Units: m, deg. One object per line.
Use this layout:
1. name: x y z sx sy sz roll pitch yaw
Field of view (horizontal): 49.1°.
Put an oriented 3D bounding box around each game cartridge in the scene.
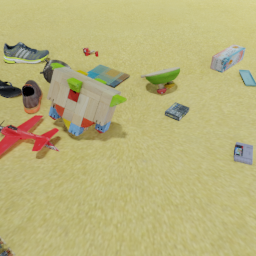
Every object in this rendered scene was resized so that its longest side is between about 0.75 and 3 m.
1. game cartridge: 3.766 0.811 9.131 0.573 0.170 0.884 16 41 13

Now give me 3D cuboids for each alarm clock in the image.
1. alarm clock: -2.802 -2.197 11.833 1.761 1.188 0.586 19 54 -18

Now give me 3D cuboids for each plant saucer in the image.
1. plant saucer: 5.615 -2.353 13.170 0.516 0.140 1.477 3 37 4

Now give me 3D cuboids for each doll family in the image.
1. doll family: -3.352 2.750 6.360 1.534 0.602 0.886 23 47 34

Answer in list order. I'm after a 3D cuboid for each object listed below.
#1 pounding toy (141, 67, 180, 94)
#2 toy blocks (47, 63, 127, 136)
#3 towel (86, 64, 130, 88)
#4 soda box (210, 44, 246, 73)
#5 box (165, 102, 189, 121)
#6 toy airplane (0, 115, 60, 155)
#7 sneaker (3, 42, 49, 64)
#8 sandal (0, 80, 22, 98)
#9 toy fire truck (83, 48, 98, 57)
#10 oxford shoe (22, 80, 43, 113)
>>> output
1. pounding toy: 1.536 -2.066 12.406 1.528 0.918 1.979 -16 13 -9
2. toy blocks: -1.628 -0.707 9.560 2.920 1.996 1.459 25 23 11
3. towel: -1.011 -2.467 13.282 1.832 0.199 1.344 24 45 25
4. soda box: 5.100 -3.562 14.252 2.162 0.687 0.739 -32 49 -33
5. box: 1.917 -0.648 10.929 0.652 0.211 0.827 26 45 28
6. toy airplane: -3.516 0.288 9.505 2.719 0.500 2.719 -1 39 0
7. sneaker: -5.302 -3.922 14.479 2.393 0.969 0.884 -4 38 -5
8. sandal: -5.466 -1.804 12.229 1.960 0.420 0.745 22 43 25
9. toy fire truck: -2.053 -4.175 15.397 0.698 0.241 0.989 -13 39 -16
10. oxford shoe: -3.986 -1.533 11.564 0.792 0.807 2.225 -12 39 -13
